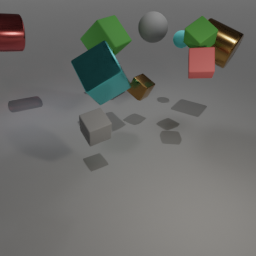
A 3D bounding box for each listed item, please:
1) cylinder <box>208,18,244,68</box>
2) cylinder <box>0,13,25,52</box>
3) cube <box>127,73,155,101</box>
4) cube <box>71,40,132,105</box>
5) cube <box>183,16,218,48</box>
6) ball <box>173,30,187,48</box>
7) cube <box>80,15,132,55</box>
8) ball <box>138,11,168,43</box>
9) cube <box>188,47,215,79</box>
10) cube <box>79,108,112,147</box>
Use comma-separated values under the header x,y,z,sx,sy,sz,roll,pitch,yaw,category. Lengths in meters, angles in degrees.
x,y,z,sx,sy,sz,roll,pitch,yaw,category
3.392,-3.211,10.650,1.400,1.400,1.400,33,39,14,cylinder
-4.814,-3.640,10.716,1.400,1.400,1.400,-11,30,-31,cylinder
0.510,-1.600,11.010,0.700,0.700,0.700,42,39,11,cube
-0.908,-1.899,9.918,1.400,1.400,1.400,-30,71,6,cube
2.190,-2.790,8.511,0.700,0.700,0.700,-37,72,-4,cube
2.205,-3.646,11.517,0.700,0.700,0.700,0,29,0,ball
-0.987,-4.005,12.696,1.400,1.400,1.400,-30,8,42,cube
1.186,-4.763,13.261,1.400,1.400,1.400,0,29,0,ball
2.100,-1.856,8.063,0.700,0.700,0.700,1,-5,11,cube
-0.939,-0.029,8.077,0.700,0.700,0.700,-22,56,-21,cube
